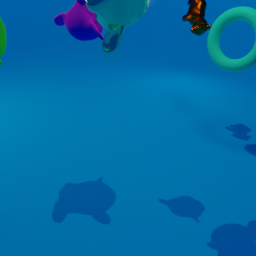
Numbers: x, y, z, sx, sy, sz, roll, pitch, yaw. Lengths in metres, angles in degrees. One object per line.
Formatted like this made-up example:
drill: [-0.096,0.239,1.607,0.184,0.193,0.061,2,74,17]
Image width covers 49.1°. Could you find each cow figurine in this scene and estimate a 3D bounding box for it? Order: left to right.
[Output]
cow figurine: [1.830,-2.886,7.205,0.531,0.967,0.952,11,12,-29]

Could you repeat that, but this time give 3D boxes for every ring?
ring: [2.443,-1.973,6.294,1.399,1.399,0.280,25,27,37]

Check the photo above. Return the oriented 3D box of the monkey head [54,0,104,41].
monkey head: [-0.703,-1.704,4.216,1.049,0.754,0.632,27,81,28]

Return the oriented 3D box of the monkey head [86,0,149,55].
monkey head: [0.018,-1.570,3.315,0.975,1.355,0.817,24,-3,32]

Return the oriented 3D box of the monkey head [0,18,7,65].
monkey head: [-2.712,-1.585,4.511,1.355,1.135,1.883,25,35,-60]
